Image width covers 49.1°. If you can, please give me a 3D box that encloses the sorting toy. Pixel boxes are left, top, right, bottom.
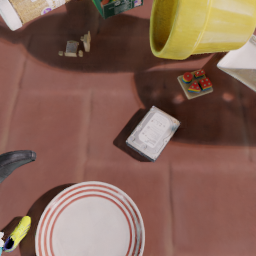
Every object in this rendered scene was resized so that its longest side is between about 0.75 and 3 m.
[{"bbox_3d":[2.225,-1.504,9.187,0.888,0.311,0.894,-18,67,-8],"label":"sorting toy"}]

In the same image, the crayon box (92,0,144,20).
[{"bbox_3d":[-0.776,-5.662,10.918,1.752,0.701,2.760,-25,67,-11],"label":"crayon box"}]

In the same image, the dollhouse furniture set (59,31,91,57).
[{"bbox_3d":[-1.880,-3.010,9.785,1.037,0.506,0.884,3,65,1],"label":"dollhouse furniture set"}]

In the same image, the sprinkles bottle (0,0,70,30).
[{"bbox_3d":[-1.592,-2.340,5.094,1.483,0.506,0.506,-34,69,-12],"label":"sprinkles bottle"}]

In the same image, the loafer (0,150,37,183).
[{"bbox_3d":[-3.533,1.164,7.766,2.089,0.709,0.733,-18,72,-4],"label":"loafer"}]

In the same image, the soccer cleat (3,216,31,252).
[{"bbox_3d":[-2.826,2.715,7.173,0.308,0.398,0.952,25,68,11],"label":"soccer cleat"}]

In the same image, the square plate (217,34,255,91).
[{"bbox_3d":[4.344,-2.122,9.491,2.003,0.288,2.022,39,71,16],"label":"square plate"}]

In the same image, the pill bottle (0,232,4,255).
[{"bbox_3d":[-3.435,3.090,6.903,0.572,0.572,1.033,10,65,4],"label":"pill bottle"}]

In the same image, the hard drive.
[{"bbox_3d":[0.773,0.156,8.436,1.046,0.283,1.497,33,70,15],"label":"hard drive"}]

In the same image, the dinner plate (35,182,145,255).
[{"bbox_3d":[-0.953,2.767,7.193,2.758,0.334,2.758,0,64,1],"label":"dinner plate"}]

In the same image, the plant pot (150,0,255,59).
[{"bbox_3d":[2.382,-3.592,8.897,2.735,2.907,2.907,3,64,-12],"label":"plant pot"}]
